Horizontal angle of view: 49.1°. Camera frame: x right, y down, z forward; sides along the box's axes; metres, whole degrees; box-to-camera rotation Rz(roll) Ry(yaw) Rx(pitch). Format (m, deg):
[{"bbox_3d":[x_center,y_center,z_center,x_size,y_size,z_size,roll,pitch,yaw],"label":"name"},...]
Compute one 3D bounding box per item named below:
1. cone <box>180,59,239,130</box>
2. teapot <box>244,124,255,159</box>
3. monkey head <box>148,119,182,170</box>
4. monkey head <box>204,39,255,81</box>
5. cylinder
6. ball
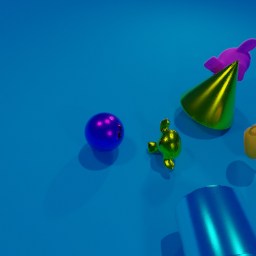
[{"bbox_3d":[2.441,-1.096,7.319,1.625,1.631,1.625,13,42,-12],"label":"cone"},{"bbox_3d":[2.925,0.367,6.289,0.571,1.166,0.725,-3,38,27],"label":"teapot"},{"bbox_3d":[0.861,0.413,6.737,0.857,0.718,1.191,-7,80,12],"label":"monkey head"},{"bbox_3d":[2.751,-1.827,7.849,1.229,1.709,1.030,26,62,-16],"label":"monkey head"},{"bbox_3d":[1.554,1.877,4.773,1.300,1.300,1.300,-3,39,-3],"label":"cylinder"},{"bbox_3d":[-0.569,0.101,6.806,0.972,0.972,0.972,0,46,0],"label":"ball"}]
